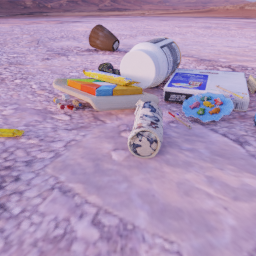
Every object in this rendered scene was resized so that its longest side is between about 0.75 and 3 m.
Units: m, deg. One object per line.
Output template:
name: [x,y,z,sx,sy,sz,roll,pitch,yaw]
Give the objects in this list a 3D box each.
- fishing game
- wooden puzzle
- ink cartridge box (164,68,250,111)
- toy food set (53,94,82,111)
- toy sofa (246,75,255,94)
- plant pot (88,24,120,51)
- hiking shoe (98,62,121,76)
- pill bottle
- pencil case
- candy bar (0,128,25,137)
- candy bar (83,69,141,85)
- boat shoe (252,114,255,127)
fishing game: [2.335,-0.696,8.287,2.108,0.328,1.510,-26,39,-15]
wooden puzzle: [-0.753,-1.306,9.427,2.625,0.528,2.837,-8,26,-38]
ink cartridge box: [2.868,-1.495,10.184,2.713,0.645,2.745,8,26,16]
toy food set: [-1.824,-0.801,8.878,0.979,0.467,0.440,-12,28,-38]
toy sofa: [5.196,-1.625,10.615,1.399,0.682,0.579,-6,52,-13]
plant pot: [-1.370,-5.522,17.696,1.637,1.530,1.530,31,37,23]
hiking shoe: [-1.001,-2.422,12.031,0.835,0.628,1.659,-12,29,-30]
pill bottle: [0.951,-2.595,11.105,1.724,1.724,2.963,12,28,23]
pencil case: [0.444,-0.020,6.922,0.853,0.742,1.908,31,26,-8]
candy bar: [-3.526,0.129,7.333,1.559,0.173,0.389,0,22,0]
candy bar: [-0.667,-1.767,9.812,2.470,0.274,0.616,21,22,39]
boat shoe: [3.855,-0.257,7.812,0.601,0.490,1.428,27,37,30]
